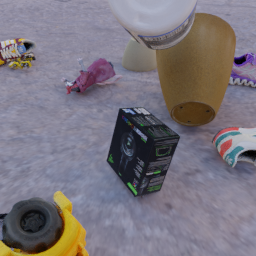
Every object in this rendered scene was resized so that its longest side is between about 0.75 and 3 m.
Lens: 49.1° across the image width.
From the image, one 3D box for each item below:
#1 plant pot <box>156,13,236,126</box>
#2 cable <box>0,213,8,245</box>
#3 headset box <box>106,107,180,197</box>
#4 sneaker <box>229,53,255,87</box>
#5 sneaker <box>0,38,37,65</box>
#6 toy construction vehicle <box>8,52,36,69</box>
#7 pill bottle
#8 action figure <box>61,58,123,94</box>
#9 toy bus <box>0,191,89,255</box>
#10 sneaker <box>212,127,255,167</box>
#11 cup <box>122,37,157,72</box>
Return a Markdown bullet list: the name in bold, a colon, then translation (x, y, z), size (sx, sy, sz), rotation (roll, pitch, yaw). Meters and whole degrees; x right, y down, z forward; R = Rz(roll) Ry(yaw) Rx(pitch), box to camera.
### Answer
- **plant pot**: translation (1.951, -1.475, 8.243), size (2.480, 2.480, 2.661), rotation (5, 60, 6)
- **cable**: translation (-2.427, 1.915, 5.198), size (0.645, 0.201, 0.790), rotation (12, 37, 16)
- **headset box**: translation (0.242, 0.519, 6.082), size (0.713, 1.537, 1.338), rotation (-5, 34, -34)
- **sneaker**: translation (4.527, -2.127, 10.088), size (2.539, 1.123, 1.021), rotation (8, 35, 9)
- **sneaker**: translation (-4.958, -3.264, 11.778), size (1.104, 0.918, 2.450), rotation (4, 35, 25)
- **toy construction vehicle**: translation (-4.249, -2.658, 11.449), size (1.071, 0.377, 0.932), rotation (-5, 42, 21)
- **pill bottle**: translation (0.651, -2.606, 6.097), size (1.634, 1.634, 2.873), rotation (7, 9, 9)
- **action figure**: translation (-1.424, -1.659, 9.860), size (1.456, 1.310, 1.955), rotation (48, 59, -8)
- **toy bus**: translation (-1.096, 2.395, 3.465), size (2.398, 1.695, 2.498), rotation (32, 42, 19)
- **sneaker**: translation (3.295, 0.468, 6.852), size (2.278, 0.802, 1.065), rotation (-7, 47, -8)
- **cup**: translation (0.512, -3.141, 11.510), size (1.559, 1.115, 1.559), rotation (0, 35, 0)
